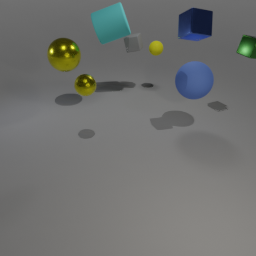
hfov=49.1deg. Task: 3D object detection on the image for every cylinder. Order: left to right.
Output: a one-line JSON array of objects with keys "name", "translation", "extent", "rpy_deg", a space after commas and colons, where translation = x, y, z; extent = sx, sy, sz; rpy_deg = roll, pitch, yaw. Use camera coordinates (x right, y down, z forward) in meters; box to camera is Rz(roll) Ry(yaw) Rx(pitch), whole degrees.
[{"name": "cylinder", "translation": [-0.746, -4.615, 12.416], "extent": [1.400, 1.400, 1.400], "rpy_deg": [-17, 28, 8]}]

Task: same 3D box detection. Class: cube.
[{"name": "cube", "translation": [0.279, -4.135, 13.584], "extent": [0.700, 0.700, 0.700], "rpy_deg": [-4, 28, 19]}, {"name": "cube", "translation": [1.914, -2.938, 8.006], "extent": [0.700, 0.700, 0.700], "rpy_deg": [0, 5, -22]}, {"name": "cube", "translation": [4.687, -3.055, 10.568], "extent": [0.700, 0.700, 0.700], "rpy_deg": [-5, 33, -33]}]

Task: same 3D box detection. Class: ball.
[{"name": "ball", "translation": [-2.687, -3.077, 11.812], "extent": [1.400, 1.400, 1.400], "rpy_deg": [0, 29, 0]}, {"name": "ball", "translation": [-1.355, -1.362, 8.896], "extent": [0.700, 0.700, 0.700], "rpy_deg": [0, 29, 0]}, {"name": "ball", "translation": [1.380, -3.914, 13.745], "extent": [0.700, 0.700, 0.700], "rpy_deg": [0, 29, 0]}, {"name": "ball", "translation": [2.463, -1.766, 10.433], "extent": [1.400, 1.400, 1.400], "rpy_deg": [0, 29, 0]}]
